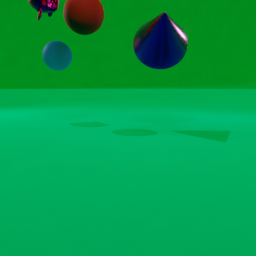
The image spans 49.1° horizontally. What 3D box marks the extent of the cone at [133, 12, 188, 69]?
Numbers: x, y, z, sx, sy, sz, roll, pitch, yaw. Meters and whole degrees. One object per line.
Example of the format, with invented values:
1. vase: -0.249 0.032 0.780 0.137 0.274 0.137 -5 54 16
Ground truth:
1. cone: 0.828 -2.377 6.768 1.455 1.455 1.460 0 -10 3

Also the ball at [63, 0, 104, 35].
1. ball: -1.156 -3.001 7.358 1.058 1.058 1.058 0 9 0

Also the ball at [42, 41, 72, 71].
1. ball: -2.186 -2.230 8.667 0.898 0.898 0.898 0 9 0

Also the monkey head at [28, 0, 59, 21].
1. monkey head: -2.717 -3.976 8.853 0.897 1.489 1.071 -12 -12 -27
